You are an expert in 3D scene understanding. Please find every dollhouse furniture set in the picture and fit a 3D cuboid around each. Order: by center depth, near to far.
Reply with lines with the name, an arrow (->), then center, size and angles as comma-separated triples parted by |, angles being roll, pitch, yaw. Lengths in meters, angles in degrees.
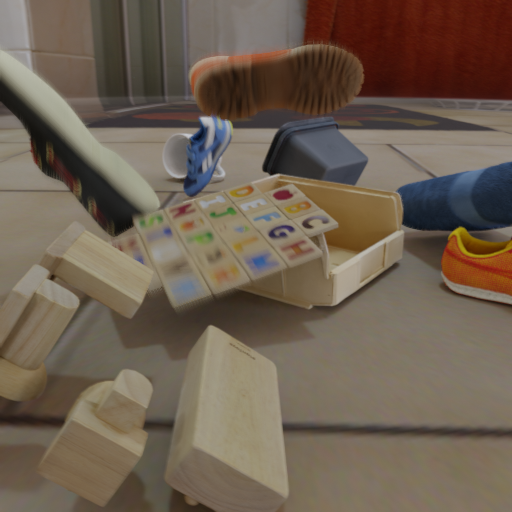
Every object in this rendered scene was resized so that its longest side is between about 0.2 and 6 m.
dollhouse furniture set -> -1.191, 1.276, 4.440 | 2.154, 1.755, 2.048 | 33, 16, -12

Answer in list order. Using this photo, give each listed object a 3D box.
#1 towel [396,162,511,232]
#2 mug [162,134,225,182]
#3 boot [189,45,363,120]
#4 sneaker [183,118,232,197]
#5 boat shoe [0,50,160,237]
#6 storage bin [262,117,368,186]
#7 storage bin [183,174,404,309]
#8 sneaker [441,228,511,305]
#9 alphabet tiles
towel -> 3.659, -0.831, 7.966 | 2.105, 0.915, 3.770 | -7, 3, -15
mug -> -1.393, -2.351, 13.984 | 1.469, 1.085, 1.288 | 45, 28, 22
boot -> 0.251, -2.633, 8.216 | 2.534, 0.951, 1.359 | -8, 27, -15
sneaker -> -1.186, -2.086, 11.652 | 0.745, 1.811, 0.669 | 13, 26, -34
boat shoe -> -2.360, -1.294, 6.865 | 0.832, 2.655, 0.971 | -36, 30, 9
storage bin -> 1.396, -2.054, 12.670 | 2.125, 1.547, 1.427 | -19, 55, -44
storage bin -> 0.612, -0.313, 7.897 | 2.287, 1.080, 2.304 | 13, 23, 33
sneaker -> 3.474, 0.182, 6.738 | 2.444, 0.943, 0.892 | 12, 22, 26
alphabet tiles -> -0.439, -0.239, 6.482 | 2.482, 0.079, 2.065 | -19, 33, -13
